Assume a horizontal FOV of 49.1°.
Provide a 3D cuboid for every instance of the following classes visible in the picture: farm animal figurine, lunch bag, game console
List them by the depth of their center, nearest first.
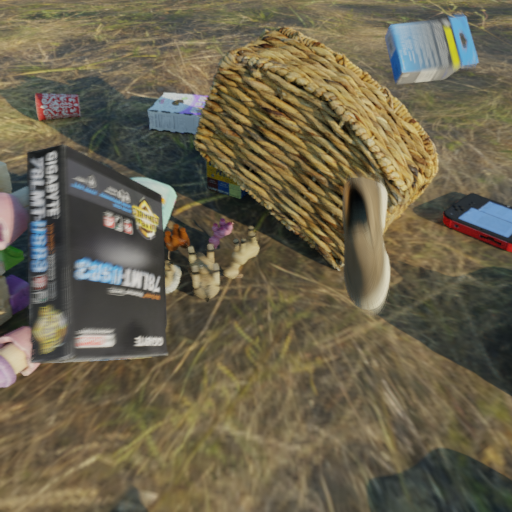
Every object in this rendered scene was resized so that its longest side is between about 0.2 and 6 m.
[{"bbox_3d":[-0.810,0.142,9.706,1.648,0.859,1.630,4,43,2],"label":"farm animal figurine"},{"bbox_3d":[-2.485,-0.453,9.908,2.108,1.285,1.796,-10,34,14],"label":"lunch bag"},{"bbox_3d":[4.820,-0.724,11.336,1.719,0.267,1.520,29,46,33],"label":"game console"}]

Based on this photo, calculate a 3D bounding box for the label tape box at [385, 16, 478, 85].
[{"bbox_3d":[2.862,-3.371,9.206,1.273,0.403,0.918,-7,76,-3],"label":"label tape box"}]

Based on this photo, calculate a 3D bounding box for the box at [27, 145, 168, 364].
[{"bbox_3d":[-1.982,0.126,7.414,0.623,2.509,2.491,-9,78,16],"label":"box"}]

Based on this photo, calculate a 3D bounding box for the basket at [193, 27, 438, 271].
[{"bbox_3d":[1.404,-2.384,10.398,4.043,2.886,3.012,41,49,11],"label":"basket"}]

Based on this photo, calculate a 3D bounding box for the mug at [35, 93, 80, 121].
[{"bbox_3d":[-5.542,-4.250,15.704,1.116,0.744,0.990,-6,39,-13],"label":"mug"}]

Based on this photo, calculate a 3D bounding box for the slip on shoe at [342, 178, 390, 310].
[{"bbox_3d":[1.409,-0.195,7.491,0.677,1.782,0.540,-4,-16,45],"label":"slip on shoe"}]

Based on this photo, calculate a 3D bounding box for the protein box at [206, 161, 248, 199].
[{"bbox_3d":[-0.405,-2.209,12.430,0.881,1.306,1.297,18,40,21],"label":"protein box"}]

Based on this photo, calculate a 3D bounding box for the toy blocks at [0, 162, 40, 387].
[{"bbox_3d":[-4.537,0.240,7.787,3.160,2.954,2.660,20,36,20],"label":"toy blocks"}]

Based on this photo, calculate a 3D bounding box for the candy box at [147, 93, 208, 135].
[{"bbox_3d":[-1.943,-3.903,15.327,1.653,0.591,1.387,8,37,9],"label":"candy box"}]
